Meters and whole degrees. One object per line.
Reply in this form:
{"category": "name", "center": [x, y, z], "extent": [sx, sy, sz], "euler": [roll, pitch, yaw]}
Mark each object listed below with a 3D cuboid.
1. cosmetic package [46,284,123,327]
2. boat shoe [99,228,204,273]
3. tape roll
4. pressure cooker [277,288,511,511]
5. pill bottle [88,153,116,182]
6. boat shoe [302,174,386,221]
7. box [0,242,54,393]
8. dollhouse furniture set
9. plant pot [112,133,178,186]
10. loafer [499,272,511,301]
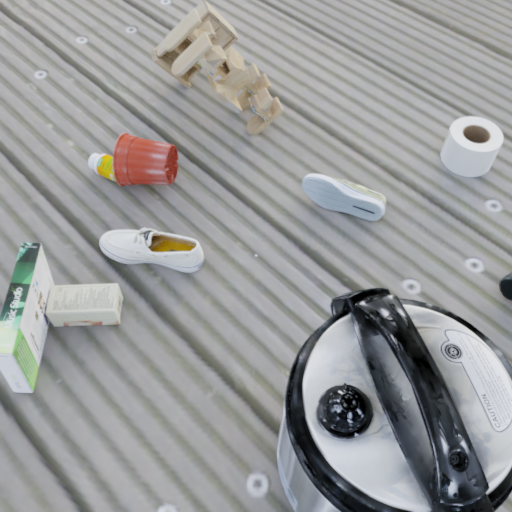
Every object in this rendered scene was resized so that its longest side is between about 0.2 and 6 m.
{"category": "cosmetic package", "center": [-3.063, 0.889, 10.071], "extent": [1.204, 0.525, 0.622], "euler": [0, 55, -1]}
{"category": "boat shoe", "center": [-2.039, -0.231, 10.754], "extent": [2.093, 0.731, 0.742], "euler": [13, 55, 9]}
{"category": "tape roll", "center": [4.717, -2.393, 12.297], "extent": [1.137, 0.781, 1.137], "euler": [0, 54, 0]}
{"category": "pressure cooker", "center": [1.776, 2.265, 7.297], "extent": [2.983, 3.392, 3.030], "euler": [27, 58, 19]}
{"category": "pill bottle", "center": [-3.197, -1.925, 12.138], "extent": [0.852, 0.473, 0.473], "euler": [23, 57, 19]}
{"category": "boat shoe", "center": [1.832, -1.259, 11.666], "extent": [1.802, 0.649, 0.559], "euler": [25, 40, 8]}
{"category": "box", "center": [-3.831, 1.029, 9.357], "extent": [0.377, 1.498, 2.076], "euler": [2, 53, -6]}
{"category": "dollhouse furniture set", "center": [-1.156, -4.174, 12.783], "extent": [1.806, 2.550, 2.776], "euler": [-37, 52, 22]}
{"category": "plant pot", "center": [-2.268, -1.955, 11.734], "extent": [1.091, 1.122, 1.122], "euler": [8, 54, 9]}
{"category": "loafer", "center": [5.299, 0.500, 9.857], "extent": [1.819, 0.662, 0.658], "euler": [12, 39, 43]}
